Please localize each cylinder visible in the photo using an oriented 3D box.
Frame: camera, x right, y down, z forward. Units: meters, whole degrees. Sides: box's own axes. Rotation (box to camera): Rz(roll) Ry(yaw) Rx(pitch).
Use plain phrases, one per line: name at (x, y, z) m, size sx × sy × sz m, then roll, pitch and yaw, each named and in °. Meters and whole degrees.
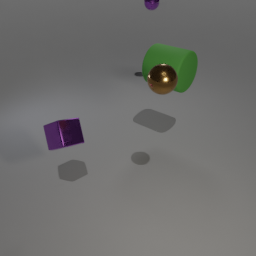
cylinder at (1.431, -2.057, 9.567) m, size 1.400 × 1.400 × 1.400 m, roll 24°, pitch 39°, yaw 32°

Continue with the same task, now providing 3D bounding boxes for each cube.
cube at (-1.690, 0.164, 7.392) m, size 0.700 × 0.700 × 0.700 m, roll -14°, pitch -1°, yaw 42°

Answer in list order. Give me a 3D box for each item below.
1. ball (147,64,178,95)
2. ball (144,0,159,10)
ball at (0.787, -1.111, 6.401) m, size 0.700 × 0.700 × 0.700 m, roll 0°, pitch 32°, yaw 0°
ball at (1.097, -5.807, 12.923) m, size 0.700 × 0.700 × 0.700 m, roll 0°, pitch 32°, yaw 0°
